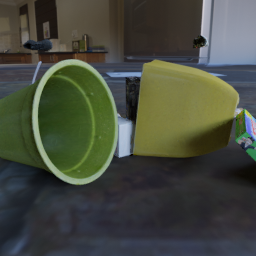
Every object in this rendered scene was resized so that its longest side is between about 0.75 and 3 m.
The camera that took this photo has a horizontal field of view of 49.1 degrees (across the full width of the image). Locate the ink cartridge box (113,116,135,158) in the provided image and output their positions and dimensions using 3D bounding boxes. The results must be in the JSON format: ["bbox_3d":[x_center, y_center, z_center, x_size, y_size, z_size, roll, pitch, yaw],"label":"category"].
[{"bbox_3d":[-0.389,0.162,7.681,0.533,0.911,1.260,-13,21,-36],"label":"ink cartridge box"}]

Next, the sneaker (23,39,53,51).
[{"bbox_3d":[-3.414,-3.094,10.607,1.137,0.432,0.516,1,27,11],"label":"sneaker"}]

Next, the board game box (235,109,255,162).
[{"bbox_3d":[3.083,0.398,6.369,1.491,0.323,2.216,46,26,3],"label":"board game box"}]

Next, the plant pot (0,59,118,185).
[{"bbox_3d":[-1.929,-0.040,6.459,2.437,2.566,2.566,-5,11,33],"label":"plant pot"}]

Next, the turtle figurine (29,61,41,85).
[{"bbox_3d":[-2.937,-1.103,10.004,1.720,2.389,2.317,29,39,-11],"label":"turtle figurine"}]

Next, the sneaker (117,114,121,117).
[{"bbox_3d":[-0.904,-0.494,9.689,0.746,1.034,1.969,10,20,32],"label":"sneaker"}]

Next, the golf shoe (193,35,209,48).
[{"bbox_3d":[2.387,-2.746,8.909,0.434,0.380,0.984,-3,13,-3],"label":"golf shoe"}]

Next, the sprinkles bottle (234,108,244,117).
[{"bbox_3d":[4.257,-0.592,11.253,1.004,0.342,0.342,-12,20,-36],"label":"sprinkles bottle"}]

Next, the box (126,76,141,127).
[{"bbox_3d":[0.178,-0.736,9.172,0.444,1.786,1.408,-1,16,-4],"label":"box"}]

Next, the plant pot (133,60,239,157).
[{"bbox_3d":[1.641,-0.520,7.804,2.430,2.360,2.376,9,18,10],"label":"plant pot"}]
